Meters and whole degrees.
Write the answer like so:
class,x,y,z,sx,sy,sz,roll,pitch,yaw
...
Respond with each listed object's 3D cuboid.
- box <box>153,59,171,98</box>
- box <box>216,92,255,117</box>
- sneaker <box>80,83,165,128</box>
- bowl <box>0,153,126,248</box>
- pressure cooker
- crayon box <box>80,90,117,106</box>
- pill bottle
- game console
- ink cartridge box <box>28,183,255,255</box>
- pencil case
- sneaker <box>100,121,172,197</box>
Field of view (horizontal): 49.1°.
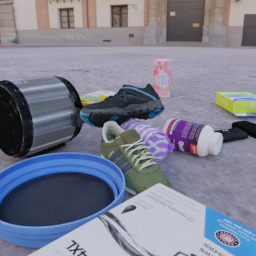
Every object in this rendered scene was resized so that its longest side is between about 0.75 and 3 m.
class,x,y,z,sx,sy,sz,roll,pitch,yaw
box,1.753,-2.564,14.475,0.892,1.885,0.967,3,21,7
box,4.957,-1.080,12.150,1.554,0.607,2.549,0,16,-1
sneaker,-0.212,-0.664,8.005,2.472,1.013,0.905,-9,-22,-25
bowl,-1.469,1.352,5.863,2.831,0.556,2.831,0,20,0
pressure cooker,-2.481,-0.431,8.145,2.467,2.204,2.170,-20,71,-48
crayon box,-1.388,-1.157,12.573,1.411,0.579,2.245,14,24,33
pill bottle,1.864,0.288,8.205,1.618,0.910,0.910,15,25,34
game console,3.779,0.137,9.565,2.224,0.268,1.312,-7,21,-22
ink cartridge box,0.187,1.960,3.389,2.679,1.129,1.956,-18,27,-40
pencil case,0.204,0.225,8.413,1.015,0.997,2.375,13,11,-36
sneaker,0.047,0.643,6.789,0.917,1.228,2.735,-12,23,-29
